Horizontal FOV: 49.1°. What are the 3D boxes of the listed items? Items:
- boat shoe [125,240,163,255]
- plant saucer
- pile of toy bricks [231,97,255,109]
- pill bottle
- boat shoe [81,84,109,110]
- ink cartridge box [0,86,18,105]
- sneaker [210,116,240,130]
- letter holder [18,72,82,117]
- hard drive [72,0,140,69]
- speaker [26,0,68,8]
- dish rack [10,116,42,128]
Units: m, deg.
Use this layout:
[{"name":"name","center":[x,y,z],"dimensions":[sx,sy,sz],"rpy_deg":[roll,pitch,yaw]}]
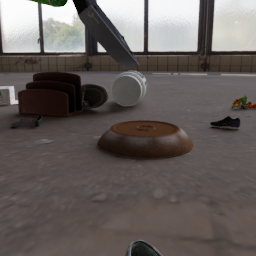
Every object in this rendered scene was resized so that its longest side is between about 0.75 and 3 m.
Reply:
[{"name":"boat shoe","center":[0.231,1.162,1.548],"dimensions":[0.503,0.495,1.395],"rpy_deg":[-6,15,-24]},{"name":"plant saucer","center":[0.367,0.154,6.038],"dimensions":[2.055,0.376,2.055],"rpy_deg":[0,13,0]},{"name":"pile of toy bricks","center":[4.319,-0.975,10.461],"dimensions":[0.972,0.480,0.539],"rpy_deg":[-1,14,-5]},{"name":"pill bottle","center":[0.063,-1.601,11.229],"dimensions":[1.338,1.338,2.366],"rpy_deg":[2,13,6]},{"name":"boat shoe","center":[-1.953,-1.055,10.142],"dimensions":[2.789,0.933,0.795],"rpy_deg":[4,25,36]},{"name":"ink cartridge box","center":[-5.389,-1.345,11.544],"dimensions":[2.031,0.684,1.190],"rpy_deg":[-3,14,-14]},{"name":"sneaker","center":[2.584,-0.170,7.441],"dimensions":[0.752,0.329,0.285],"rpy_deg":[5,14,20]},{"name":"letter holder","center":[-2.614,-1.171,9.384],"dimensions":[1.922,1.366,0.967],"rpy_deg":[5,14,19]},{"name":"hard drive","center":[-0.755,-3.216,9.113],"dimensions":[0.608,1.938,2.873],"rpy_deg":[-34,-36,14]},{"name":"speaker","center":[-2.693,-4.183,8.473],"dimensions":[1.850,0.818,0.818],"rpy_deg":[23,22,24]},{"name":"dish rack","center":[-2.781,-0.161,7.663],"dimensions":[0.799,0.218,0.613],"rpy_deg":[-2,13,-9]}]
